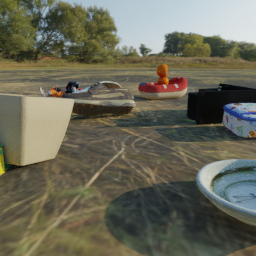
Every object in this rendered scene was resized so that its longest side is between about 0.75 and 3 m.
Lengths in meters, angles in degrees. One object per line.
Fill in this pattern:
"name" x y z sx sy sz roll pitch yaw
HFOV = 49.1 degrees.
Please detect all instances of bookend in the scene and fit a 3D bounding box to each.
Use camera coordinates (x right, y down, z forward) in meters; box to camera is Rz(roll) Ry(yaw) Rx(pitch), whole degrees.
"bookend" 3.000 -0.954 10.080 2.305 1.068 2.319 -4 15 -14

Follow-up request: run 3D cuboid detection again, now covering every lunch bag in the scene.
"lunch bag" 3.877 -0.237 7.997 2.023 0.764 1.621 -3 17 -7

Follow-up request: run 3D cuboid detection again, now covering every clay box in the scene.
"clay box" -3.260 0.735 4.424 1.563 0.647 2.720 4 16 12

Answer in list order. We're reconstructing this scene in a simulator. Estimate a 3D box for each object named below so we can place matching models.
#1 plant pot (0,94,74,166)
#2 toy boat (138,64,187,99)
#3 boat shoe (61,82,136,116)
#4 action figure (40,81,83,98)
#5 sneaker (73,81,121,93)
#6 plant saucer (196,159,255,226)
"plant pot" -2.148 -0.013 5.735 1.489 1.319 1.488 6 6 25
"toy boat" 1.822 -2.419 14.420 2.587 1.691 1.688 -7 16 -24
"boat shoe" -1.058 -1.039 10.014 2.653 0.973 0.988 2 -24 -19
"action figure" -2.847 -1.370 12.580 2.020 1.092 2.088 4 -12 -13
"sneaker" -1.505 -1.383 11.662 2.551 0.929 1.080 -16 14 -27
"plant saucer" 1.876 0.959 3.958 1.788 0.449 1.788 -1 15 0
